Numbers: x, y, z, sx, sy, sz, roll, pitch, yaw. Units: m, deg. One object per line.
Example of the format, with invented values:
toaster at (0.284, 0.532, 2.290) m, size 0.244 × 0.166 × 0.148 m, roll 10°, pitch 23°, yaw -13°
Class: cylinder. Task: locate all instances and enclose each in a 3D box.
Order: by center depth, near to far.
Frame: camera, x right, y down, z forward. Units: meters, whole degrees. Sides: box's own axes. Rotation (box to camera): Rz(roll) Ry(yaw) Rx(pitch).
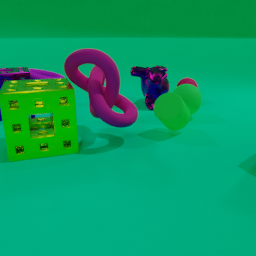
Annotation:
cylinder at (1.083, -0.393, 6.842) m, size 0.726 × 0.726 × 0.726 m, roll 12°, pitch -14°, yaw 30°

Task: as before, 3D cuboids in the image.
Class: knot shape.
knot shape at (-0.636, -0.863, 6.500) m, size 0.917 × 1.984 × 1.856 m, roll -35°, pitch 11°, yaw -8°

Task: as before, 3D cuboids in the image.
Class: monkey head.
monkey head at (0.717, -1.497, 9.473) m, size 1.398 × 1.171 × 1.944 m, roll 10°, pitch 39°, yaw 1°

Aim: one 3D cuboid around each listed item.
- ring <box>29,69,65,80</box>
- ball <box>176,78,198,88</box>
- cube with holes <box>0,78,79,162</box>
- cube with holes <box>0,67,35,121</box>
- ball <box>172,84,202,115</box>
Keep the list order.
ring at (-2.983, -1.827, 10.042) m, size 1.504 × 0.301 × 1.504 m, roll 13°, pitch 16°, yaw -4°
ball at (2.054, -1.375, 9.757) m, size 0.738 × 0.738 × 0.738 m, roll 0°, pitch 19°, yaw 0°
cube with holes at (-1.893, -0.263, 6.070) m, size 1.369 × 1.369 × 1.369 m, roll -6°, pitch 20°, yaw -17°
cube with holes at (-3.588, -1.056, 8.383) m, size 1.322 × 1.322 × 1.322 m, roll -8°, pitch 21°, yaw -21°
ball at (1.684, -0.815, 8.135) m, size 0.917 × 0.917 × 0.917 m, roll 0°, pitch 19°, yaw 0°
